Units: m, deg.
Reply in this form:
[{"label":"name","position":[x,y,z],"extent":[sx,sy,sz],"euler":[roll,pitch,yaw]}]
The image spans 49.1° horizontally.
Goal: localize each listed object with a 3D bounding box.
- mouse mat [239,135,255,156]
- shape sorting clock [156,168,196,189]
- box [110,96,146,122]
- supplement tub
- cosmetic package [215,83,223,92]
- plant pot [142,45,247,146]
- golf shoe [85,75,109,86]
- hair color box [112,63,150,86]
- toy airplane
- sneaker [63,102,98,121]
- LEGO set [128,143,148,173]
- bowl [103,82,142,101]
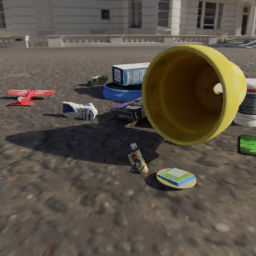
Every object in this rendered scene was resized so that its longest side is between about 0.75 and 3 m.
[{"label":"mouse mat","position":[4.312,0.587,8.300],"extent":[1.912,0.072,1.538],"euler":[7,21,20]},{"label":"shape sorting clock","position":[1.118,1.171,6.517],"extent":[0.916,0.180,0.916],"euler":[1,15,0]},{"label":"box","position":[0.710,-0.909,10.771],"extent":[2.396,0.433,1.713],"euler":[-23,17,-25]},{"label":"supplement tub","position":[4.463,-0.945,10.233],"extent":[1.102,1.571,1.102],"euler":[0,20,0]},{"label":"cosmetic package","position":[4.412,-2.639,15.616],"extent":[1.210,0.818,2.300],"euler":[4,17,-27]},{"label":"plant pot","position":[2.005,-0.975,7.555],"extent":[2.452,2.452,2.307],"euler":[18,25,40]},{"label":"golf shoe","position":[-1.897,-2.936,17.057],"extent":[1.512,0.588,0.715],"euler":[-16,25,-39]},{"label":"hair color box","position":[0.784,-2.931,14.989],"extent":[2.961,0.896,1.481],"euler":[-11,23,-24]},{"label":"toy airplane","position":[-4.703,-1.494,13.363],"extent":[2.361,0.434,2.361],"euler":[0,21,0]},{"label":"sneaker","position":[-1.818,-0.688,11.120],"extent":[1.456,0.588,0.841],"euler":[14,20,16]},{"label":"LEGO set","position":[0.234,0.857,7.194],"extent":[0.345,0.426,0.926],"euler":[-23,51,0]},{"label":"bowl","position":[0.094,-1.982,14.522],"extent":[2.788,0.547,2.788],"euler":[0,20,0]}]
